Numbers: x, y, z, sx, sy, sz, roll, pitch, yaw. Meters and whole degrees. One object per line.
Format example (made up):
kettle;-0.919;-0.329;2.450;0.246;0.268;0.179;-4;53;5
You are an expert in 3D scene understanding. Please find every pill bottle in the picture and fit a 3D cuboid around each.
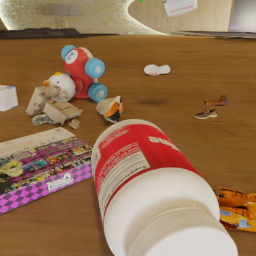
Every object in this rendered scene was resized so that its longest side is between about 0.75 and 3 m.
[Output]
pill bottle;0.347;1.049;4.321;1.604;1.604;2.858;-5;23;-12

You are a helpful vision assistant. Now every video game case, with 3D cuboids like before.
video game case;-2.130;0.773;6.492;2.515;0.450;2.280;-18;29;-37

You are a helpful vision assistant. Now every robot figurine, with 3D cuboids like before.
robot figurine;1.598;1.376;5.070;1.503;0.438;1.090;7;22;17

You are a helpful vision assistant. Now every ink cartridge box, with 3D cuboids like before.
ink cartridge box;-4.966;-1.176;10.753;1.081;0.790;0.793;9;24;20
ink cartridge box;1.489;-4.192;8.504;0.954;1.323;0.554;-7;57;23

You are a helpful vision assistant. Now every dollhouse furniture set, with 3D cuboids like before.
dollhouse furniture set;-2.373;-0.491;9.824;2.071;1.011;1.766;35;22;8

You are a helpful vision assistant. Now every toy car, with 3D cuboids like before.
toy car;-2.469;-1.927;11.268;2.413;2.135;2.225;-30;46;-30

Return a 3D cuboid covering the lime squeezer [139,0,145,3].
lime squeezer;0.437;-3.658;7.840;0.349;0.186;0.988;-47;20;-3

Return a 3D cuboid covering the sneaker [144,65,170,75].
sneaker;1.659;-3.368;16.553;1.589;0.612;0.651;-2;1;-17

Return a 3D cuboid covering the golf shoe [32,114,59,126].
golf shoe;-2.700;-0.346;9.355;0.964;0.377;0.469;-6;18;-17

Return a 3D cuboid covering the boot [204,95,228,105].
boot;3.536;-1.094;11.380;0.885;0.303;0.833;-4;30;9

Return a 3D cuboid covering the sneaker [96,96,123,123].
sneaker;-0.719;-0.617;9.717;0.883;0.727;1.920;-5;14;8

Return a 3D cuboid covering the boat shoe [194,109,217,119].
boat shoe;2.726;-0.522;9.797;0.890;0.321;0.321;-6;23;-14
